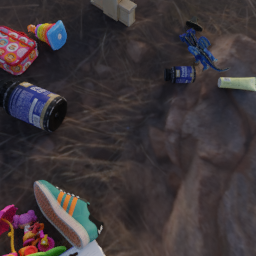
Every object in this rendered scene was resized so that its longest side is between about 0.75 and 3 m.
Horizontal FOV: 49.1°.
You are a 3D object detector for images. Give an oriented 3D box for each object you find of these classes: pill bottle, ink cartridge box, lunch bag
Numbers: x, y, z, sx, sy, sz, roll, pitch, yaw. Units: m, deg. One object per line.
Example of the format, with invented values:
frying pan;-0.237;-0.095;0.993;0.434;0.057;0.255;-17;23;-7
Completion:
pill bottle;2.044;-2.111;11.112;1.177;0.659;0.659;-1;66;0
ink cartridge box;-1.368;4.444;8.355;1.754;0.384;1.771;-29;70;-14
lunch bag;-4.813;-3.300;11.582;2.065;0.846;1.819;27;64;11
pill bottle;-3.575;-0.886;10.179;2.437;1.363;1.363;22;68;9

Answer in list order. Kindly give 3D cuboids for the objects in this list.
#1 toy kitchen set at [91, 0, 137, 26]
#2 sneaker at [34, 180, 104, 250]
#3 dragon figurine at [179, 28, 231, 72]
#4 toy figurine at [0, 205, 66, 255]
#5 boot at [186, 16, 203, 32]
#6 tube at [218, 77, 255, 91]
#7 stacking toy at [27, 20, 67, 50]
toy kitchen set;-0.240;-6.240;12.241;2.332;1.902;2.103;37;71;15
sneaker;-1.930;2.570;8.964;2.721;0.971;1.087;39;39;24
dragon figurine;2.834;-2.969;10.844;0.767;1.295;2.606;-36;39;11
toy figurine;-3.218;3.225;8.506;2.118;1.590;1.950;-14;56;-27
boot;3.079;-4.674;12.441;0.840;0.325;0.581;37;66;14
tube;4.370;-1.766;11.145;1.516;0.440;0.394;2;29;-2
stacking toy;-3.592;-4.075;11.938;1.761;0.966;1.022;20;61;20
